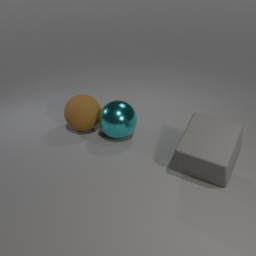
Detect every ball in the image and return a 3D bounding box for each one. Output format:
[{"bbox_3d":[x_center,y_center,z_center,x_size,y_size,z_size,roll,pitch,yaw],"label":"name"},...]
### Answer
[{"bbox_3d":[-1.721,-0.586,10.669,1.400,1.400,1.400,0,29,0],"label":"ball"},{"bbox_3d":[-0.365,-0.311,10.218,1.400,1.400,1.400,0,29,0],"label":"ball"}]

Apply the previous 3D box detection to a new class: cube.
[{"bbox_3d":[2.351,0.624,8.044,1.400,1.400,1.400,17,63,28],"label":"cube"}]
